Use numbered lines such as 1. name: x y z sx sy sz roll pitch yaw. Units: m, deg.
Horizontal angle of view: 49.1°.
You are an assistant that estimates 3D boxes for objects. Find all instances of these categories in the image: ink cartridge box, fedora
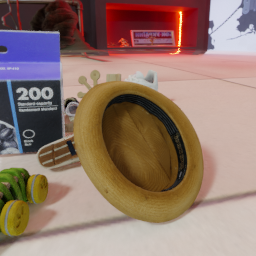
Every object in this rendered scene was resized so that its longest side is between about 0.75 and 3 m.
1. ink cartridge box: -2.672 -0.574 5.649 2.697 2.723 0.591 -3 39 -13
2. fedora: 0.108 0.388 4.726 2.453 2.453 1.001 -14 -19 -34

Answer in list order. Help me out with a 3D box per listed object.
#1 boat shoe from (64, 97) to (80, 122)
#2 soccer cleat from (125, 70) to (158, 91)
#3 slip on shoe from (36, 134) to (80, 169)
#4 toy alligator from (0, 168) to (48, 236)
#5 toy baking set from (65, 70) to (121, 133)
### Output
1. boat shoe: -1.860 -0.729 9.244 0.657 0.592 1.827 -23 25 -9
2. soccer cleat: -0.028 -1.339 9.863 2.852 1.231 0.996 -26 43 -38
3. slip on shoe: -1.061 0.436 5.931 1.712 0.651 0.519 -20 -1 -19
4. toy alligator: -1.916 1.161 3.801 0.950 0.689 2.866 -1 19 6
5. toy baking set: -0.901 -0.631 7.807 1.634 2.130 0.248 26 2 21
